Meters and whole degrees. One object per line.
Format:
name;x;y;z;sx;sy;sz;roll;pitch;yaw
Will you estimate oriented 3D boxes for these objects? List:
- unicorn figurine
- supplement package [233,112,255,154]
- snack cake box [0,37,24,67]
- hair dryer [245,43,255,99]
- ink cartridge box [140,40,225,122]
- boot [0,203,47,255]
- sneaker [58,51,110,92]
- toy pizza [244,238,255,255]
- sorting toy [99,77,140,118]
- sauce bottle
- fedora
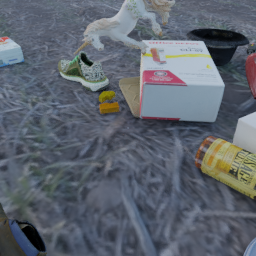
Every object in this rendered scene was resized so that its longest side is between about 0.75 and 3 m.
unicorn figurine;-0.069;-2.822;7.864;1.803;2.625;0.970;27;26;-23
supplement package;3.399;0.483;6.194;1.083;1.096;1.808;-20;38;-26
snack cake box;-5.541;-3.403;12.369;1.158;0.676;2.013;-23;40;-28
hair dryer;4.109;-1.593;8.699;0.595;1.669;2.191;-12;28;35
ink cartridge box;1.441;-1.573;8.565;2.142;1.231;2.951;2;38;1
boot;-1.847;1.601;4.502;0.793;0.612;1.637;-40;61;7
sneaker;-1.664;-2.307;10.284;2.638;1.169;1.014;28;43;35
toy pizza;2.708;2.395;4.032;2.063;0.327;2.063;-1;35;1
sorting toy;0.413;-1.011;9.142;2.836;0.380;2.113;-8;39;-11
sauce bottle;2.667;1.014;5.609;2.664;0.879;0.879;25;41;34
fedora;3.672;-3.340;11.778;2.630;1.201;2.630;3;32;-2
